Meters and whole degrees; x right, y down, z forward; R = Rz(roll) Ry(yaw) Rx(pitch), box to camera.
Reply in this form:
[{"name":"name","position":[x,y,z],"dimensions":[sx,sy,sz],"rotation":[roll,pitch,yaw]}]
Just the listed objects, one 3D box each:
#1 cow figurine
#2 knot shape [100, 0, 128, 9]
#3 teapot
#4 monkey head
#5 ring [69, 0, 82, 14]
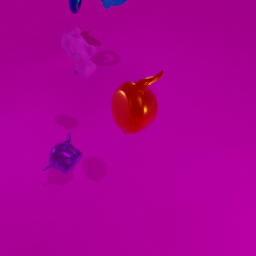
[{"name":"cow figurine","position":[-1.053,-1.556,5.947],"dimensions":[0.553,1.007,0.991],"rotation":[-47,19,-19]},{"name":"knot shape","position":[-0.348,-4.261,8.656],"dimensions":[1.850,0.855,1.731],"rotation":[-36,25,-33]},{"name":"teapot","position":[0.155,-0.356,4.349],"dimensions":[0.641,1.309,0.814],"rotation":[-8,51,-30]},{"name":"monkey head","position":[-1.349,0.589,6.067],"dimensions":[0.649,0.775,1.077],"rotation":[36,58,-12]},{"name":"ring","position":[-1.886,-4.904,10.244],"dimensions":[0.277,1.383,1.383],"rotation":[11,44,-3]}]
